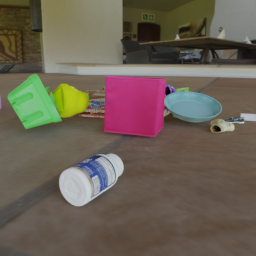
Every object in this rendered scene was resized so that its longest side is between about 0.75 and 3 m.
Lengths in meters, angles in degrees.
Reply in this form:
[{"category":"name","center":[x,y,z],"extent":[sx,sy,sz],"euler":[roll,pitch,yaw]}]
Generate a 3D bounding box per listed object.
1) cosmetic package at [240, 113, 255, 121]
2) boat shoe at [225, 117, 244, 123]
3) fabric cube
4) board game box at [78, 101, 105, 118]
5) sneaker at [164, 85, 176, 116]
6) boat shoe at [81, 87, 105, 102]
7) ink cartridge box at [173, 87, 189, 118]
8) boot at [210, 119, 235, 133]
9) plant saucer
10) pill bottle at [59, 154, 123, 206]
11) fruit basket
[{"category":"cosmetic package","center":[5.069,-0.417,11.329],"extent":[0.962,0.244,0.397],"euler":[5,15,21]},{"category":"boat shoe","center":[4.176,-0.324,10.998],"extent":[0.757,0.228,0.286],"euler":[0,14,-2]},{"category":"fabric cube","center":[0.296,-0.825,9.528],"extent":[1.772,1.800,1.806],"euler":[5,12,14]},{"category":"board game box","center":[-1.103,-0.794,12.000],"extent":[1.849,0.180,0.952],"euler":[4,44,8]},{"category":"sneaker","center":[1.880,-1.352,12.594],"extent":[1.124,1.236,2.795],"euler":[25,28,32]},{"category":"boat shoe","center":[-0.969,-1.552,13.572],"extent":[2.767,1.022,1.047],"euler":[-7,-13,-30]},{"category":"ink cartridge box","center":[2.400,-1.049,11.786],"extent":[0.891,1.206,0.457],"euler":[-13,25,-40]},{"category":"boot","center":[3.100,-0.061,9.761],"extent":[0.745,0.349,0.958],"euler":[-9,21,-31]},{"category":"plant saucer","center":[2.450,-0.776,10.764],"extent":[2.181,0.392,2.181],"euler":[2,32,-1]},{"category":"pill bottle","center":[-0.623,0.894,5.254],"extent":[0.685,0.685,1.235],"euler":[9,17,30]},{"category":"fruit basket","center":[-2.644,-1.046,9.638],"extent":[2.625,1.893,2.625],"euler":[-22,19,8]}]
